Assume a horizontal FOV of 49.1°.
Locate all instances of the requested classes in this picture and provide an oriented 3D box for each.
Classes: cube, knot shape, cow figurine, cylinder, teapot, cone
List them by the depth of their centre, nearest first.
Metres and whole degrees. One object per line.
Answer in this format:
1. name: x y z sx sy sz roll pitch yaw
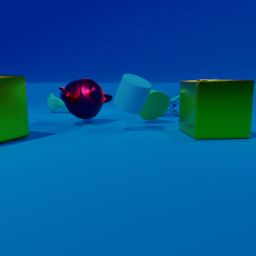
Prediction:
1. cube: -3.000 -0.400 5.688 1.316 1.316 1.316 4 11 27
2. cube: 1.933 -0.472 6.362 1.237 1.237 1.237 -1 10 -7
3. cylinder: 0.109 -0.823 6.777 0.735 0.735 0.735 19 26 -9
4. teapot: -1.228 -0.881 7.883 1.938 1.205 0.949 1 -22 -45
5. cone: 0.574 -0.920 8.304 0.990 0.990 0.993 -4 40 -21
6. knot shape: 1.443 -0.757 9.667 1.157 0.535 1.083 26 49 30
7. cow figurine: -2.354 -0.940 10.740 1.312 0.732 1.333 11 13 33
